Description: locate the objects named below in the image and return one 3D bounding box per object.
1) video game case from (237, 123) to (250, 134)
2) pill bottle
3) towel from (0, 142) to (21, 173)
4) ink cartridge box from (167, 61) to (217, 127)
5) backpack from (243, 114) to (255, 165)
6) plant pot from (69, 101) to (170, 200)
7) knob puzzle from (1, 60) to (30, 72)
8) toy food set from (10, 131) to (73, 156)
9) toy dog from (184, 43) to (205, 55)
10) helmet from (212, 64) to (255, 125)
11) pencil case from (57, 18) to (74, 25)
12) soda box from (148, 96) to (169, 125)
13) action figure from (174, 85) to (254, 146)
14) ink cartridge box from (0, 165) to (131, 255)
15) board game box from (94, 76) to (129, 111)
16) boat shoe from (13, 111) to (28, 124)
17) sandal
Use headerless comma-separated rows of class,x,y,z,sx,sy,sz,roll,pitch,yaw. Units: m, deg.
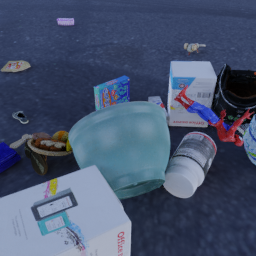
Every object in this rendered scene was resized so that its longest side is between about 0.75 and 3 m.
video game case,4.922,0.064,9.869,1.863,0.163,1.332,-12,38,-14
pill bottle,1.732,1.014,7.869,1.052,1.052,1.847,18,41,23
towel,-4.155,1.002,8.441,1.108,0.372,1.500,27,45,30
ink cartridge box,2.199,-1.217,10.078,1.436,1.958,1.430,2,36,3
backpack,4.739,0.344,8.323,2.467,1.896,2.012,11,43,-20
plant pot,-0.052,0.786,7.230,2.673,2.673,1.791,-10,65,-13
knob puzzle,-5.505,-3.045,14.008,1.382,0.192,1.382,0,36,0
toy food set,-2.283,0.405,8.536,2.225,0.447,1.536,11,14,0
toy dog,3.620,-4.383,15.619,1.300,0.626,0.858,-10,28,-35
helmet,3.909,-1.184,9.725,2.158,2.058,2.158,-3,77,13
pencil case,-4.353,-7.467,19.655,1.165,0.489,0.498,-3,-1,-1
soda box,1.116,-0.636,10.537,0.457,0.492,1.441,-5,36,-6
action figure,2.416,-0.455,7.578,2.152,0.702,1.065,44,78,4
ink cartridge box,-1.345,2.225,5.665,2.361,1.732,1.724,-17,40,-23
board game box,-0.596,-1.280,10.876,1.477,1.123,0.332,-26,44,-30
boat shoe,-4.053,-0.461,10.479,0.337,0.278,0.900,-28,45,-32
sandal,-2.760,0.874,8.584,0.411,0.615,1.505,-2,23,-40
